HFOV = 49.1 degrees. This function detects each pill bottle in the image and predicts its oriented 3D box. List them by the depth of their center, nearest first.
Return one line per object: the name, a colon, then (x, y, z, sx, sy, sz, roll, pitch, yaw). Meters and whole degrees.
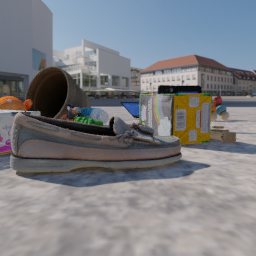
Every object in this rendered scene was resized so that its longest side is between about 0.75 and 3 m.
pill bottle: (-1.412, -0.438, 11.320, 0.776, 0.776, 1.401, -5, 7, -44)

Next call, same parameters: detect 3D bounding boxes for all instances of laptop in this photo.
laptop: (1.382, -1.312, 16.365, 2.409, 1.404, 2.718, -4, -13, -39)

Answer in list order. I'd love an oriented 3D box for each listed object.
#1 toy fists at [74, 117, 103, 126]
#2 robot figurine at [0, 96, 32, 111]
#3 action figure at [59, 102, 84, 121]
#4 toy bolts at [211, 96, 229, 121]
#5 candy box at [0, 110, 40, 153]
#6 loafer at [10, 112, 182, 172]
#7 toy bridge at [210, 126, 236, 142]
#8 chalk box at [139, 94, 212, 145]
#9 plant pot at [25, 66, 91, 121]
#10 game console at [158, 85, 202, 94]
toy fists: (-1.481, -0.149, 9.976, 0.722, 0.487, 1.417, -4, 8, -32)
robot figurine: (-4.422, -0.604, 10.544, 1.455, 1.180, 2.023, 7, 7, -29)
action figure: (-2.044, -0.379, 10.591, 1.067, 1.032, 0.558, 37, 34, -8)
toy bolts: (4.564, -0.769, 15.350, 1.872, 1.298, 1.788, -13, -30, -26)
candy box: (-3.592, 0.015, 6.264, 2.784, 0.849, 1.898, 4, 7, 34)
loafer: (-0.402, 0.174, 4.498, 2.800, 0.880, 1.007, -2, 6, -17)
toy bridge: (2.534, 0.143, 8.008, 0.674, 0.273, 2.005, 1, 6, 9)
chalk box: (1.105, -0.311, 7.615, 1.247, 1.253, 2.014, -3, 8, -27)
plant pot: (-2.794, -1.103, 12.126, 2.459, 2.459, 2.134, 3, -11, 31)
game console: (1.829, -0.728, 10.007, 1.418, 1.612, 0.938, -5, 8, -42)
